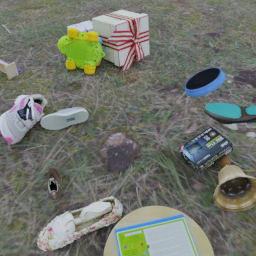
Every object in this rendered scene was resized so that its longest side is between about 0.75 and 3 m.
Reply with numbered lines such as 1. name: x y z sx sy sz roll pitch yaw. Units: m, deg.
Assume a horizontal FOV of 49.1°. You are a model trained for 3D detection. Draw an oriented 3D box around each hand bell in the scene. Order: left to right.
1. hand bell: 3.395 1.271 9.632 1.491 1.491 2.864 2 32 2

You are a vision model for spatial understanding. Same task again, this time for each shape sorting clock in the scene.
1. shape sorting clock: 0.819 3.518 7.483 2.958 0.580 2.958 -1 47 1

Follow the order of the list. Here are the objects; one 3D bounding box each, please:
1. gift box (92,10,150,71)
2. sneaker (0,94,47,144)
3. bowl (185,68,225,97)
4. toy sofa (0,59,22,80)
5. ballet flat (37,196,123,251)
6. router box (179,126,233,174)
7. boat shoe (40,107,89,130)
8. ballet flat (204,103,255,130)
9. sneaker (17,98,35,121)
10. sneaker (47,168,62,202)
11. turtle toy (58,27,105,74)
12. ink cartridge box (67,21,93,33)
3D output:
1. gift box: -0.392 -4.688 14.965 2.684 2.477 2.506 -34 44 -26
2. sneaker: -4.092 -0.540 11.147 1.213 1.119 2.750 -16 40 21
3. bowl: 2.241 -1.372 8.255 1.201 0.236 1.201 -27 26 15
4. toy sofa: -6.477 -3.312 14.600 1.854 0.768 0.905 27 51 26
5. ballet flat: -1.402 2.660 8.218 2.663 0.851 1.007 -20 49 -20
6. router box: 2.779 0.763 10.045 1.520 0.472 1.139 -34 42 -5
7. boat shoe: -2.646 -0.433 11.725 1.965 0.686 0.700 -12 26 -11
8. ballet flat: 2.871 -0.254 7.041 1.878 0.642 0.639 3 40 18
9. sneaker: -3.338 -0.638 9.114 0.533 0.348 0.953 -8 47 -18
10. sneaker: -2.469 1.780 9.393 0.475 0.509 1.347 -13 45 -13
11. turtle toy: -2.500 -4.157 14.774 2.943 2.144 1.487 17 25 16
12. ink cartridge box: -2.825 -6.074 17.578 1.591 0.683 1.165 -25 49 -26
